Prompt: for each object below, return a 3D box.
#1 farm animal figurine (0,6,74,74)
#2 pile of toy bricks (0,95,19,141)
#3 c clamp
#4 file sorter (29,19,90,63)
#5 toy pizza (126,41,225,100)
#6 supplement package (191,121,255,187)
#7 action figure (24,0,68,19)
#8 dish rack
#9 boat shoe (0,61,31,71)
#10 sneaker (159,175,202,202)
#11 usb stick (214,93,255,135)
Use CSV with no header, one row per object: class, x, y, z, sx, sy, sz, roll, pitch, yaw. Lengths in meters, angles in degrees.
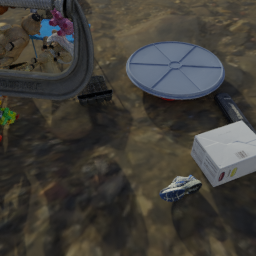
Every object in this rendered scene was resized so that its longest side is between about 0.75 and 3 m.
farm animal figurine,-2.691,-2.553,8.163,2.892,2.335,1.454,20,30,9
pile of toy bricks,-3.295,-0.395,7.293,0.873,0.981,1.769,27,27,-28
c clamp,-1.734,-1.527,4.067,2.627,2.245,0.356,11,13,-2
file sorter,-2.155,-2.800,9.273,1.655,1.016,1.149,9,48,9
toy pizza,1.434,-1.772,8.690,2.993,0.474,2.993,0,46,0
supplement package,2.273,0.564,6.347,1.287,0.714,1.002,-17,49,-14
action figure,-3.454,-5.071,11.637,2.081,0.722,1.354,7,54,11
dish rack,-1.058,-1.205,8.246,1.019,0.362,1.328,-11,48,-11
boat shoe,-3.654,-1.918,8.917,1.060,0.332,0.389,-11,48,-10
sneaker,1.075,1.265,6.005,0.969,0.373,0.413,-11,38,-20
usb stick,2.842,-0.316,7.463,0.489,0.287,1.763,-10,48,-8
